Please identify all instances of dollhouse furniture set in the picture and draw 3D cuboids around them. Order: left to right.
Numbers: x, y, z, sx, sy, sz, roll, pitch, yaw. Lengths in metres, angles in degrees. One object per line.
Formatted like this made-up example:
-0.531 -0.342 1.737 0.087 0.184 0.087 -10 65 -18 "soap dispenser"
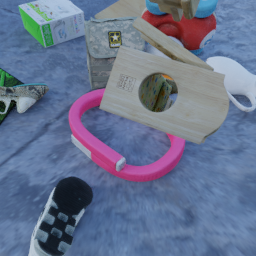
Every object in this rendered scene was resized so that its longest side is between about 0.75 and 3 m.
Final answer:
0.839 -0.833 3.570 1.173 1.866 2.110 20 4 17 "dollhouse furniture set"

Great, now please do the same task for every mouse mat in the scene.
-3.895 -0.903 7.186 1.889 0.088 2.348 34 44 -18 "mouse mat"

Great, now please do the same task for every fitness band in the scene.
-0.079 0.011 6.736 2.991 0.560 2.148 34 55 28 "fitness band"

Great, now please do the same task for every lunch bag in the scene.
-0.397 -2.168 7.914 1.565 1.908 1.122 -8 46 -9 "lunch bag"

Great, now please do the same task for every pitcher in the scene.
2.824 -1.214 7.734 1.632 0.989 1.400 21 58 5 "pitcher"

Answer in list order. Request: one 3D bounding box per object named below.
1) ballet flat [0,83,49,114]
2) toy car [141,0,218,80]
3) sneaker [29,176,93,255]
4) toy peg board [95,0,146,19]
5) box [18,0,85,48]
-3.129 -0.754 7.247 2.207 0.749 0.831 -1 74 -33 "ballet flat"
1.390 -2.366 8.357 2.283 2.379 2.581 7 75 7 "toy car"
-1.265 1.651 5.025 0.750 0.896 2.024 34 25 -4 "sneaker"
0.059 -4.005 10.610 1.849 0.908 1.857 -36 53 -11 "toy peg board"
-2.797 -4.038 10.413 1.725 0.945 1.955 -28 52 -25 "box"
